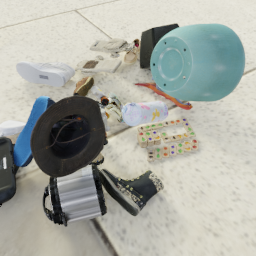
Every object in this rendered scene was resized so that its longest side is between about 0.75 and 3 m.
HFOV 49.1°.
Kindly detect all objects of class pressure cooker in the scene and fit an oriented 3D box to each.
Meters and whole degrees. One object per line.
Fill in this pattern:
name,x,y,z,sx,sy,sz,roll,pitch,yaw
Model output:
pressure cooker,-1.584,1.943,8.125,1.764,1.551,1.575,-12,80,-8

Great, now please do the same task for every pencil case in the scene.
pencil case,0.540,-0.462,8.468,0.746,0.684,1.645,16,15,37

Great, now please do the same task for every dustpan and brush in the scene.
dustpan and brush,-4.645,0.142,10.630,1.048,0.430,1.501,9,20,20

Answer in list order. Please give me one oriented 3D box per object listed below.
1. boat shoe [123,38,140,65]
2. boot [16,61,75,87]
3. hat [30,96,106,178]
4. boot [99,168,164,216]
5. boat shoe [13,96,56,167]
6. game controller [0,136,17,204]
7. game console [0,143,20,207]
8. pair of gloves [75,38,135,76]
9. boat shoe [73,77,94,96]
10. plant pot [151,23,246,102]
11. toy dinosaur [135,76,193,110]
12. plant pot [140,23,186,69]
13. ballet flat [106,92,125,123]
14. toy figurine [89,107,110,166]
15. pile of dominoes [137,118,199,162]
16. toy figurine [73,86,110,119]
boat shoe,0.218,-4.045,14.686,0.741,0.695,2.010,11,46,9
boot,-3.864,-2.696,13.350,2.683,0.987,1.282,19,36,14
hat,-1.660,0.117,7.265,2.272,2.272,0.916,-33,43,-28
boot,0.087,1.753,9.016,1.413,0.675,1.871,-32,58,-31
boat shoe,-3.044,0.202,9.673,1.071,0.873,2.544,28,90,30
game controller,-4.354,1.360,9.046,1.353,0.546,2.594,-15,50,-13
game console,-4.932,1.449,9.491,2.263,0.397,2.558,4,46,4
pair of gloves,-1.140,-3.527,13.995,2.432,0.501,2.860,5,49,26
boat shoe,-2.083,-1.819,12.629,0.540,0.575,1.599,10,40,16
plant pot,2.039,-2.100,9.130,2.144,2.672,2.672,-11,42,-40
toy dinosaur,1.816,-1.523,12.363,2.505,1.315,2.273,-30,58,27
plant pot,1.638,-3.877,13.244,1.970,1.747,1.965,-15,15,-16
ballet flat,-0.558,-0.863,11.548,0.671,0.671,1.866,-23,51,-21
toy figurine,-1.714,0.284,9.868,2.145,1.492,2.112,1,32,2
pile of dominoes,1.528,0.305,10.638,2.282,0.363,1.778,-12,46,-11
toy figurine,-1.430,-0.756,10.935,1.461,1.484,1.032,-24,59,-25
